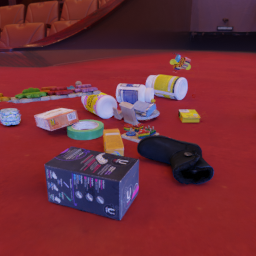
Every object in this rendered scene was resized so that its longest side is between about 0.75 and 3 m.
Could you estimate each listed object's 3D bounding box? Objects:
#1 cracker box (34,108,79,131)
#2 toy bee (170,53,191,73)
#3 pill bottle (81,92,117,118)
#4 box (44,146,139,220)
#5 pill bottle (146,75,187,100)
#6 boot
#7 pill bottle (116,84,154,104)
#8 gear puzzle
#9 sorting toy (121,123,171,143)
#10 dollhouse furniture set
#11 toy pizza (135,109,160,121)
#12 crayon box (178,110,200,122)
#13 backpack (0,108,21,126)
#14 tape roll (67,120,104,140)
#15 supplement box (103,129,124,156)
[{"bbox_3d":[-2.839,-0.372,11.016,1.163,0.501,1.737,-22,17,-31],"label":"cracker box"},{"bbox_3d":[2.289,-2.761,12.271,0.949,0.788,1.450,20,18,3],"label":"toy bee"},{"bbox_3d":[-1.416,-1.169,12.983,1.032,1.032,1.979,-13,24,-32],"label":"pill bottle"},{"bbox_3d":[-0.806,1.214,6.531,1.892,1.003,1.156,8,22,21],"label":"box"},{"bbox_3d":[2.163,-2.376,15.967,2.167,1.238,1.238,16,26,36],"label":"pill bottle"},{"bbox_3d":[1.244,0.852,7.833,2.025,0.774,1.702,7,17,2],"label":"boot"},{"bbox_3d":[0.378,-1.772,14.651,1.831,1.016,1.016,6,21,18],"label":"pill bottle"},{"bbox_3d":[-1.943,-0.776,6.064,2.482,0.325,1.286,-12,13,-33],"label":"gear puzzle"},{"bbox_3d":[0.514,0.173,10.320,2.152,0.364,1.038,15,25,35],"label":"sorting toy"},{"bbox_3d":[0.256,-1.020,11.865,1.360,0.940,1.441,23,54,36],"label":"dollhouse furniture set"},{"bbox_3d":[0.581,-0.600,12.561,1.661,0.263,1.661,-2,20,1],"label":"toy pizza"},{"bbox_3d":[2.666,-0.503,12.237,0.751,0.301,1.184,0,19,1],"label":"crayon box"},{"bbox_3d":[-4.894,-0.465,11.638,0.887,0.836,1.088,-2,33,-25],"label":"backpack"},{"bbox_3d":[-1.617,0.049,10.687,1.395,0.335,1.395,0,19,0],"label":"tape roll"},{"bbox_3d":[-0.477,0.570,8.938,0.588,0.569,1.710,-3,20,-9],"label":"supplement box"}]
